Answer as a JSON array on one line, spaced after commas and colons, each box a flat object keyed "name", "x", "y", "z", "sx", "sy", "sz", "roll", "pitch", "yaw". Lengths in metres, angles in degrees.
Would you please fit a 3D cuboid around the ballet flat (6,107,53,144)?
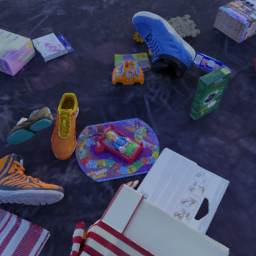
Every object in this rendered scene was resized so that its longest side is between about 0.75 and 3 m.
[{"name": "ballet flat", "x": -2.930, "y": -0.114, "z": 8.361, "sx": 1.779, "sy": 0.603, "sz": 0.643, "roll": -28, "pitch": 52, "yaw": 26}]

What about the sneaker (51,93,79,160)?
[{"name": "sneaker", "x": -1.992, "y": -0.097, "z": 8.664, "sx": 0.808, "sy": 0.854, "sz": 2.213, "roll": -1, "pitch": 62, "yaw": -3}]

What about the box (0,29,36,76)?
[{"name": "box", "x": -4.694, "y": -2.933, "z": 10.781, "sx": 1.582, "sy": 0.765, "sz": 1.392, "roll": 21, "pitch": 57, "yaw": 15}]

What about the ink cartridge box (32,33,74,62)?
[{"name": "ink cartridge box", "x": -3.050, "y": -3.370, "z": 11.409, "sx": 1.288, "sy": 0.279, "sz": 1.264, "roll": -28, "pitch": 58, "yaw": -17}]

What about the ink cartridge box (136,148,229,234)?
[{"name": "ink cartridge box", "x": 1.304, "y": 1.876, "z": 7.479, "sx": 1.989, "sy": 0.499, "sz": 2.291, "roll": 28, "pitch": 59, "yaw": 18}]

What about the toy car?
[{"name": "toy car", "x": 0.233, "y": -2.624, "z": 10.523, "sx": 1.228, "sy": 0.833, "sz": 2.504, "roll": 14, "pitch": 56, "yaw": 10}]

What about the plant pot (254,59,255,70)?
[{"name": "plant pot", "x": 5.340, "y": -2.240, "z": 10.109, "sx": 1.206, "sy": 1.205, "sz": 1.063, "roll": 12, "pitch": 67, "yaw": 8}]

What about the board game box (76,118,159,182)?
[{"name": "board game box", "x": -0.319, "y": 0.478, "z": 8.482, "sx": 2.584, "sy": 0.503, "sz": 2.042, "roll": -9, "pitch": 55, "yaw": -6}]

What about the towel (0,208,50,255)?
[{"name": "towel", "x": -2.939, "y": 2.814, "z": 6.995, "sx": 1.629, "sy": 0.185, "sz": 1.173, "roll": 19, "pitch": 57, "yaw": 13}]

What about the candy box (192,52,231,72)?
[{"name": "candy box", "x": 2.991, "y": -2.190, "z": 9.935, "sx": 1.018, "sy": 0.464, "sz": 1.205, "roll": 34, "pitch": 17, "yaw": 27}]

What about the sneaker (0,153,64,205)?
[{"name": "sneaker", "x": -2.840, "y": 1.334, "z": 7.618, "sx": 2.333, "sy": 0.905, "sz": 1.307, "roll": 2, "pitch": 55, "yaw": 2}]

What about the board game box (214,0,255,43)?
[{"name": "board game box", "x": 4.945, "y": -4.688, "z": 11.957, "sx": 1.871, "sy": 0.906, "sz": 1.492, "roll": -29, "pitch": 59, "yaw": -20}]

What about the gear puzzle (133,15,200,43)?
[{"name": "gear puzzle", "x": 1.559, "y": -3.986, "z": 11.848, "sx": 2.752, "sy": 0.360, "sz": 1.425, "roll": -15, "pitch": 58, "yaw": -7}]

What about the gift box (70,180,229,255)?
[{"name": "gift box", "x": 0.122, "y": 2.757, "z": 5.689, "sx": 2.610, "sy": 2.579, "sz": 2.795, "roll": 28, "pitch": 54, "yaw": 8}]

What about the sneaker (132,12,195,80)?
[{"name": "sneaker", "x": 1.093, "y": -2.848, "z": 10.064, "sx": 2.716, "sy": 1.043, "sz": 1.511, "roll": 37, "pitch": 66, "yaw": -16}]

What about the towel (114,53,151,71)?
[{"name": "towel", "x": 0.168, "y": -2.566, "z": 10.894, "sx": 1.364, "sy": 0.155, "sz": 0.979, "roll": -4, "pitch": 55, "yaw": -3}]

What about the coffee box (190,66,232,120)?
[{"name": "coffee box", "x": 2.575, "y": -1.072, "z": 8.862, "sx": 1.041, "sy": 1.694, "sz": 0.372, "roll": -28, "pitch": 59, "yaw": -18}]
